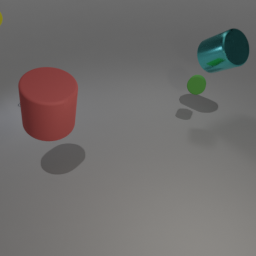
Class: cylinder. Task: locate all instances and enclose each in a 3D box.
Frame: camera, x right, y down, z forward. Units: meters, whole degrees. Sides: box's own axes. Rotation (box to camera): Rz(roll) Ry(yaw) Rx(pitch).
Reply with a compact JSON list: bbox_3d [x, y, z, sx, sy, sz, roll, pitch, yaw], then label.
[{"bbox_3d":[3.667,-2.946,10.856,1.400,1.400,1.400,-18,8,-26],"label":"cylinder"},{"bbox_3d":[2.688,-1.701,10.950,0.700,0.700,0.700,9,18,14],"label":"cylinder"},{"bbox_3d":[-2.047,-0.609,7.270,1.400,1.400,1.400,8,47,-8],"label":"cylinder"}]

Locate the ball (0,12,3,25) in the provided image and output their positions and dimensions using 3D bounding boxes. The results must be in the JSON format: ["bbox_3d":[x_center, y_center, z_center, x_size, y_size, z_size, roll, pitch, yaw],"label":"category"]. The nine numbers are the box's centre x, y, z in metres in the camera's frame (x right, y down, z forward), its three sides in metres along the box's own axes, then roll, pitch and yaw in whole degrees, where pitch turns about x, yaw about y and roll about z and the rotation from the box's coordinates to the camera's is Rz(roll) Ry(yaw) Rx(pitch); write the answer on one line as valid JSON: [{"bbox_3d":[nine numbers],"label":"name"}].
[{"bbox_3d":[-4.585,-3.709,9.386,0.700,0.700,0.700,0,32,0],"label":"ball"}]
